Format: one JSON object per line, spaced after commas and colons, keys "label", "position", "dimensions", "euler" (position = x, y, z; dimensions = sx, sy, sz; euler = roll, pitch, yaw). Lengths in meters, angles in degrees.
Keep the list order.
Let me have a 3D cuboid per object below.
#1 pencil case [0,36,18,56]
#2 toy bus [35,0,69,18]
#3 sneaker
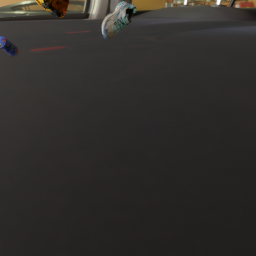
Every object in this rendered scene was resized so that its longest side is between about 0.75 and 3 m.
{"label": "pencil case", "position": [-3.889, -2.610, 9.024], "dimensions": [0.350, 0.389, 0.896], "euler": [27, -3, 8]}
{"label": "toy bus", "position": [-2.660, -4.259, 9.159], "dimensions": [1.088, 0.769, 1.134], "euler": [26, 3, 19]}
{"label": "sneaker", "position": [-0.313, -3.914, 10.179], "dimensions": [0.739, 0.664, 1.712], "euler": [23, 76, 33]}
